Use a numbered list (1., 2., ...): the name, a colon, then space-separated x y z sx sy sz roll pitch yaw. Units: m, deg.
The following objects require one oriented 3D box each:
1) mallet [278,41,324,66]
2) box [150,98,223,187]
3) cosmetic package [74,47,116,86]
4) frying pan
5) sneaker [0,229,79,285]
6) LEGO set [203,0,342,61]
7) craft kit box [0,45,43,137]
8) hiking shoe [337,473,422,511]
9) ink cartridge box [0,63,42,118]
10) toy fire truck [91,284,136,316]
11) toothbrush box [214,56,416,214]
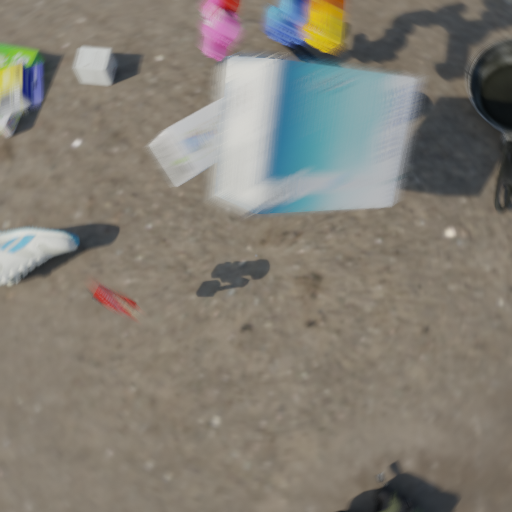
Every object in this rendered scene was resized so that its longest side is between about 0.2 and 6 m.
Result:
1. mallet: 1.503 -3.724 11.868 0.718 1.148 3.487 -39 60 -6
2. box: -0.767 -1.970 9.272 1.642 0.924 0.832 -37 101 -27
3. cosmetic package: -3.419 -4.037 11.939 0.659 0.548 0.552 6 71 3
4. frying pan: 5.603 -2.715 11.447 2.356 0.634 3.895 -5 75 0
5. sneaker: -4.446 0.026 10.420 2.345 0.897 0.947 -9 86 -1
6. LEGO set: 0.588 -4.087 9.110 1.525 3.997 1.640 13 75 -28
7. craft kit box: -5.793 -3.616 11.867 1.923 0.472 1.947 12 71 2
8. hiking shoe: 1.549 4.693 8.783 2.495 0.945 1.256 -40 65 -21
9. ink cartridge box: -3.363 -2.337 7.809 0.749 0.176 0.741 -18 62 11
10. toy fire truck: -2.183 0.726 8.813 0.743 1.053 0.257 31 79 -23
11. toothbrush box: 0.878 -1.732 8.147 2.697 1.150 1.975 -7 112 -34
